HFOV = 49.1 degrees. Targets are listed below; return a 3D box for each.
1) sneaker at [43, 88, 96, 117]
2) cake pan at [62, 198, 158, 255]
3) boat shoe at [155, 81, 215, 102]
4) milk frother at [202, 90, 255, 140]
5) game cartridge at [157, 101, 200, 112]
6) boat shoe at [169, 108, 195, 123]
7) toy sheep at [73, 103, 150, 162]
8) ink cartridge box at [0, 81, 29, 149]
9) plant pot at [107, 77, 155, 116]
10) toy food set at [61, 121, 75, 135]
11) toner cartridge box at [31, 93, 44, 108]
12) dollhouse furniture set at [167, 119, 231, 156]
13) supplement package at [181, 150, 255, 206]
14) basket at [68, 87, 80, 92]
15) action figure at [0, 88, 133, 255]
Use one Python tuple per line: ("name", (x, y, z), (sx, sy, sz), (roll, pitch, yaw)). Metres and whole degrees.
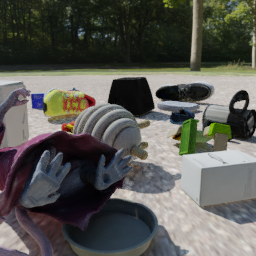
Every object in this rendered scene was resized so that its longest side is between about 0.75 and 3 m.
("sneaker", (-2.150, -0.984, 10.641), (1.206, 1.043, 2.670), (9, 16, 22))
("cake pan", (-0.215, 1.231, 3.449), (1.168, 0.214, 1.168), (0, 14, 0))
("boat shoe", (2.675, -1.742, 13.774), (2.965, 1.037, 0.982), (9, 24, 35))
("milk frother", (2.726, -0.441, 7.761), (1.302, 1.385, 1.250), (13, 23, 43))
("game cartridge", (2.081, -0.897, 11.810), (1.577, 0.319, 1.051), (11, 15, 39))
("boat shoe", (1.942, -0.446, 9.682), (0.527, 0.430, 1.253), (12, 18, 40))
("toy sheep", (-0.328, 0.152, 5.613), (1.385, 1.385, 2.009), (-13, 23, -41))
("ink cartridge box", (-3.746, -0.374, 7.016), (2.202, 1.592, 0.927), (3, 14, 10))
("plant pot", (0.088, -1.311, 11.094), (1.515, 1.348, 1.519), (3, 17, 26))
("toy food set", (-1.187, -0.038, 8.185), (1.494, 0.367, 1.509), (11, 17, 38))
("toner cartridge box", (-3.580, -1.237, 12.415), (1.346, 0.639, 0.291), (-4, 14, -19))
("dollhouse furniture set", (1.589, 0.378, 6.617), (0.998, 0.765, 1.524), (10, -12, -10))
("supplement package", (1.470, 0.764, 4.462), (1.073, 0.630, 0.627), (-4, 15, -16))
("basket", (-2.404, -1.328, 12.512), (0.651, 0.825, 0.936), (-6, -3, -24))
("action figure", (-1.392, 0.728, 4.083), (2.850, 1.909, 2.122), (-3, 52, 41))
